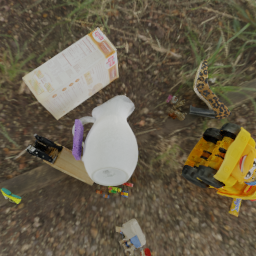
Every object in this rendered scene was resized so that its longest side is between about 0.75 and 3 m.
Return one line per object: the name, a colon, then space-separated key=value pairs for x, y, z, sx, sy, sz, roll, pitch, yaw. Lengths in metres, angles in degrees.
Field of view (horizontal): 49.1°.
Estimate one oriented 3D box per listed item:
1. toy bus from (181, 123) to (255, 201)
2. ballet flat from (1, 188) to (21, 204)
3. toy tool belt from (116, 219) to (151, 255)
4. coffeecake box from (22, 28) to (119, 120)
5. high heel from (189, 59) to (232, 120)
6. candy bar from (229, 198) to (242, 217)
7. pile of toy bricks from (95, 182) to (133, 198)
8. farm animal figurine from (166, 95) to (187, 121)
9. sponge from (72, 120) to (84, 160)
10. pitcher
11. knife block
toy bus: x=3.383 y=1.397 z=8.793 sx=2.709 sy=2.822 sz=1.915 roll=36 pitch=79 yaw=-1
ballet flat: x=-4.128 y=2.397 z=9.791 sx=0.803 sy=0.268 sz=0.269 roll=27 pitch=96 yaw=4
toy tool belt: x=0.143 y=3.766 z=9.296 sx=0.808 sy=0.821 sz=1.314 roll=-34 pitch=74 yaw=24
coffeecake box: x=-1.792 y=-1.758 z=9.699 sx=2.895 sy=2.223 sz=1.058 roll=-36 pitch=80 yaw=-8
high heel: x=3.181 y=-1.402 z=10.332 sx=1.513 sy=0.758 sz=2.122 roll=10 pitch=93 yaw=8
candy bar: x=3.872 y=2.396 z=9.835 sx=0.341 sy=0.152 sz=1.369 roll=20 pitch=79 yaw=4
pile of toy bricks: x=-0.521 y=2.076 z=9.645 sx=1.319 sy=0.651 sz=0.732 roll=11 pitch=77 yaw=2
farm animal figurine: x=1.759 y=-0.729 z=10.420 sx=0.752 sy=0.468 sz=0.931 roll=1 pitch=73 yaw=-19
sponge: x=-1.530 y=0.373 z=8.582 sx=0.167 sy=0.624 sz=1.118 roll=1 pitch=68 yaw=2
pitcher: x=-0.851 y=0.476 z=9.083 sx=2.360 sy=1.668 sz=2.751 roll=-19 pitch=47 yaw=20
knife block: x=-2.114 y=1.032 z=9.189 sx=2.282 sy=2.003 sz=0.730 roll=27 pitch=80 yaw=6
